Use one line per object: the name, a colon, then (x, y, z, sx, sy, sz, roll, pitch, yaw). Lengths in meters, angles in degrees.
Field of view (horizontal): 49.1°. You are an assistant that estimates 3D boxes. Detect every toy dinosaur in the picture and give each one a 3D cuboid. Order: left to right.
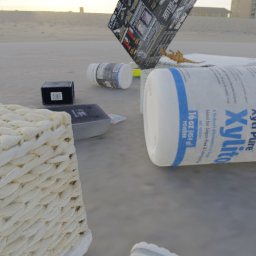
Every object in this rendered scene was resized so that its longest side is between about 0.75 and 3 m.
toy dinosaur: (1.242, -1.603, 6.547, 1.059, 0.320, 0.562, 16, 24, 5)

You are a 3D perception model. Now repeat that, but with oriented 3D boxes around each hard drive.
hard drive: (-1.846, -0.133, 7.336, 2.514, 0.532, 1.696, -8, 22, -20)

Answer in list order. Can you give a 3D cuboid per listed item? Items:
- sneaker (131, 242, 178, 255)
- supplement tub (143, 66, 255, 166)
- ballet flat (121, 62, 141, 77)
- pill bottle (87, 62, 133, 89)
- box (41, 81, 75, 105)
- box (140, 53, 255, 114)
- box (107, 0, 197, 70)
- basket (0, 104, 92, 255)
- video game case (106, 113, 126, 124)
sneaker: (0.681, 1.705, 2.599, 1.693, 0.633, 0.694, 6, 37, 30)
supplement tub: (1.888, -0.258, 5.651, 2.965, 1.956, 1.956, -3, 21, -5)
ballet flat: (-0.031, -2.998, 14.564, 2.396, 0.803, 0.801, -8, 26, -20)
pill bottle: (-0.845, -2.381, 12.572, 1.885, 1.072, 1.072, 12, 23, 29)
box: (-2.511, -1.280, 10.190, 1.088, 0.671, 1.080, -2, 21, -7)
box: (2.186, -1.215, 8.474, 2.653, 1.743, 2.667, -16, 26, -36)
box: (0.522, -2.976, 7.114, 0.586, 2.355, 1.857, -17, 64, -37)
basket: (-1.968, 0.858, 2.852, 2.333, 1.876, 2.312, 9, 23, 27)
video game case: (-0.537, -0.301, 8.452, 0.790, 0.069, 0.565, 16, 26, 37)
